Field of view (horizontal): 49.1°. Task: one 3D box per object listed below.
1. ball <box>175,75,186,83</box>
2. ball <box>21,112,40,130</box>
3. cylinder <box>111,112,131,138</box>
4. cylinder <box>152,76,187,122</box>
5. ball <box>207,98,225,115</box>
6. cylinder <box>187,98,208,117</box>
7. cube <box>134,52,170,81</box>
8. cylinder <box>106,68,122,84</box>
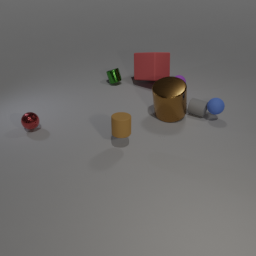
[{"bbox_3d":[2.638,-2.381,14.498,0.700,0.700,0.700,0,32,0],"label":"ball"},{"bbox_3d":[-3.877,-0.283,11.114,0.700,0.700,0.700,0,32,0],"label":"ball"},{"bbox_3d":[-0.234,-0.107,9.811,0.700,0.700,0.700,0,27,0],"label":"cylinder"},{"bbox_3d":[1.760,-1.200,11.774,1.400,1.400,1.400,-6,46,6],"label":"cylinder"},{"bbox_3d":[3.653,-0.909,11.659,0.700,0.700,0.700,0,32,0],"label":"ball"},{"bbox_3d":[3.053,-0.902,12.234,0.700,0.700,0.700,20,37,24],"label":"cylinder"},{"bbox_3d":[1.275,-3.287,14.891,1.400,1.400,1.400,11,18,40],"label":"cube"},{"bbox_3d":[-0.753,-2.830,15.220,0.700,0.700,0.700,-16,14,4],"label":"cylinder"}]
